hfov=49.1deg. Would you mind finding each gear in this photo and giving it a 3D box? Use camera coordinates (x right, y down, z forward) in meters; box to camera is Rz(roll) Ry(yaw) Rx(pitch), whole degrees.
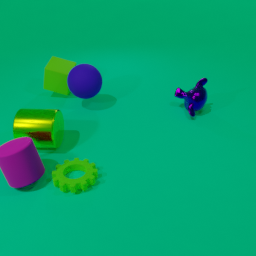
[{"bbox_3d":[-1.302,1.141,6.900,1.087,0.201,1.087,0,30,0],"label":"gear"}]

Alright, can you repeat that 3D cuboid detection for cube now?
[{"bbox_3d":[-2.493,-1.919,10.283,0.921,0.921,0.921,15,42,-5],"label":"cube"}]

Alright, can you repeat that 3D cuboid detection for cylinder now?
[{"bbox_3d":[-2.558,0.805,6.661,0.895,0.895,0.895,-13,24,6],"label":"cylinder"},{"bbox_3d":[-2.454,0.008,7.815,1.090,1.090,1.090,2,35,3],"label":"cylinder"}]

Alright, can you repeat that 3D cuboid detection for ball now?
[{"bbox_3d":[-1.449,-1.569,9.432,1.178,1.178,1.178,0,35,0],"label":"ball"}]

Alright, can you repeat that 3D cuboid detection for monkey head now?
[{"bbox_3d":[2.118,-1.054,9.339,0.995,1.383,0.833,23,-6,-14],"label":"monkey head"}]
